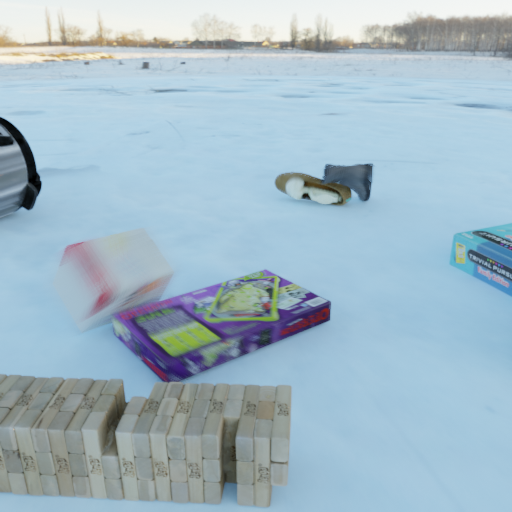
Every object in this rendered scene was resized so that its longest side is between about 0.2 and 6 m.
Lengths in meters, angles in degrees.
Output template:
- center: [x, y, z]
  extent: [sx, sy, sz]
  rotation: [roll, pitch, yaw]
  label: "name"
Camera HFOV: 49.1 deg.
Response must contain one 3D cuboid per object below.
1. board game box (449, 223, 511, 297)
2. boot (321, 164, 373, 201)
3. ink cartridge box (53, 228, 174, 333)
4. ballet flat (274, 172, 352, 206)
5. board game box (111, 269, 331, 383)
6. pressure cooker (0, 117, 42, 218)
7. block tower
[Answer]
- center: [5.261, 0.017, 9.884]
  extent: [2.792, 0.655, 2.108]
  rotation: [-10, 25, -22]
  label: "board game box"
- center: [2.173, -1.827, 13.450]
  extent: [1.183, 0.627, 1.797]
  rotation: [3, -16, 10]
  label: "boot"
- center: [-2.090, 0.332, 8.251]
  extent: [1.322, 0.960, 0.956]
  rotation: [-20, 64, -43]
  label: "ink cartridge box"
- center: [1.348, -1.579, 13.726]
  extent: [1.969, 0.668, 0.712]
  rotation: [15, 33, 9]
  label: "ballet flat"
- center: [-0.468, 0.898, 8.083]
  extent: [2.741, 0.443, 1.645]
  rotation: [-16, 30, -33]
  label: "board game box"
- center: [-6.245, -1.874, 12.188]
  extent: [2.445, 2.407, 2.737]
  rotation: [-9, 16, 27]
  label: "pressure cooker"
- center: [-1.209, 1.770, 5.452]
  extent: [3.070, 0.829, 0.887]
  rotation: [2, 22, 5]
  label: "block tower"
